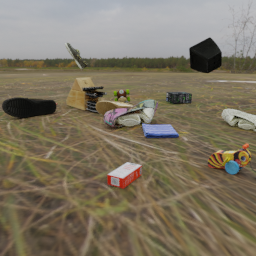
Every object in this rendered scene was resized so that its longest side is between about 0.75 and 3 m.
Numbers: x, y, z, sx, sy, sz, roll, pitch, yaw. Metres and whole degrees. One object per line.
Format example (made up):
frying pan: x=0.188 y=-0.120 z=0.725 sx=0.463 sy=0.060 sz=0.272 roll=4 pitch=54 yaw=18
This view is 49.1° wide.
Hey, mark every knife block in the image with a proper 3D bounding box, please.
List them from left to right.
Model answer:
knife block: x=-2.188 y=-1.355 z=15.133 sx=0.915 sy=2.512 sz=2.861 roll=-9 pitch=-28 yaw=-36

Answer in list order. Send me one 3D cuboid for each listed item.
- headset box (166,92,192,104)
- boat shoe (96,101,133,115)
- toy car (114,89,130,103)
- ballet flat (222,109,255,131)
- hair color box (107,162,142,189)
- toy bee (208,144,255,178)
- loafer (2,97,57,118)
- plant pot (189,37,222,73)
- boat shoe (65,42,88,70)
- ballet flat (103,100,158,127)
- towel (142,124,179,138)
headset box: x=3.173 y=-1.884 z=17.274 sx=1.314 sy=0.610 sz=1.144 roll=-4 pitch=14 yaw=-15
boat shoe: x=-0.508 y=-0.883 z=13.311 sx=2.017 sy=0.744 sz=0.698 roll=11 pitch=13 yaw=7
toy car: x=-0.336 y=-1.708 z=16.356 sx=0.922 sy=0.886 sz=1.123 roll=-7 pitch=25 yaw=0
ballet flat: x=4.478 y=-0.306 z=11.188 sx=0.718 sy=0.718 sz=2.002 roll=-10 pitch=17 yaw=-34
hair color box: x=-0.061 y=1.075 z=6.457 sx=0.437 sy=0.264 sz=0.862 roll=8 pitch=17 yaw=30
toy bee: x=2.693 y=0.721 z=6.868 sx=1.406 sy=0.764 sz=0.921 roll=5 pitch=14 yaw=19
loafer: x=-4.749 y=-0.968 z=13.387 sx=2.574 sy=0.939 sz=0.918 roll=0 pitch=7 yaw=-43
plant pot: x=3.362 y=-2.979 z=11.875 sx=1.104 sy=1.107 sz=0.982 roll=-29 pitch=47 yaw=-9
boat shoe: x=-1.531 y=-2.167 z=8.320 sx=0.279 sy=0.935 sz=0.334 roll=-35 pitch=37 yaw=-2
ballet flat: x=0.333 y=-0.478 z=11.569 sx=2.748 sy=0.950 sz=0.978 roll=-15 pitch=39 yaw=-31
towel: x=1.175 y=0.067 z=10.527 sx=1.209 sy=0.199 sz=1.670 roll=0 pitch=14 yaw=-2
